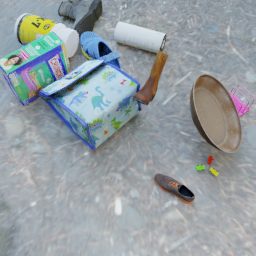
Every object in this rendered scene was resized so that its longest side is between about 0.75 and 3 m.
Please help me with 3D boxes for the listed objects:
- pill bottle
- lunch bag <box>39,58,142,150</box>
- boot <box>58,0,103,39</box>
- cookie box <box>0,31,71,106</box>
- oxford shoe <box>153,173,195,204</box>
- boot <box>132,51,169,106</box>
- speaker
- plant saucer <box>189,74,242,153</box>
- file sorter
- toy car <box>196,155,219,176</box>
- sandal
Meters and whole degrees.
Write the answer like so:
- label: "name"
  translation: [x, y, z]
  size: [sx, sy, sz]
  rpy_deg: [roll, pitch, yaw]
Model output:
- label: "pill bottle"
  translation: [-3.417, -3.897, 11.922]
  size: [2.406, 1.375, 1.375]
  rpy_deg: [20, 62, 11]
- label: "lunch bag"
  translation: [-1.386, -1.177, 10.140]
  size: [2.543, 1.906, 2.991]
  rpy_deg: [-38, 58, -22]
- label: "boot"
  translation: [-2.455, -5.161, 13.014]
  size: [1.832, 0.971, 2.782]
  rpy_deg: [13, 50, 11]
- label: "cookie box"
  translation: [-3.409, -2.211, 10.591]
  size: [2.331, 1.994, 0.876]
  rpy_deg: [-38, 69, -19]
- label: "oxford shoe"
  translation: [1.508, 1.863, 9.072]
  size: [1.497, 0.543, 0.533]
  rpy_deg: [28, 64, 15]
- label: "boot"
  translation: [0.753, -1.505, 8.392]
  size: [0.541, 1.581, 1.489]
  rpy_deg: [29, 21, 19]
- label: "speaker"
  translation: [0.505, -3.939, 12.226]
  size: [2.185, 0.887, 0.887]
  rpy_deg: [19, 62, 11]
- label: "plant saucer"
  translation: [2.747, -0.429, 8.976]
  size: [2.657, 0.486, 2.657]
  rpy_deg: [20, 59, -36]
- label: "file sorter"
  translation: [3.903, -0.904, 10.510]
  size: [1.309, 0.821, 0.910]
  rpy_deg: [-29, 64, -16]
- label: "toy car"
  translation: [2.656, 1.344, 9.592]
  size: [0.716, 0.170, 0.761]
  rpy_deg: [-8, 60, -4]
- label: "sandal"
  translation: [-1.072, -3.172, 11.589]
  size: [1.148, 1.257, 2.888]
  rpy_deg: [-32, 63, -15]
